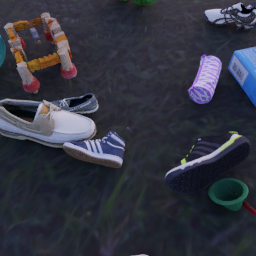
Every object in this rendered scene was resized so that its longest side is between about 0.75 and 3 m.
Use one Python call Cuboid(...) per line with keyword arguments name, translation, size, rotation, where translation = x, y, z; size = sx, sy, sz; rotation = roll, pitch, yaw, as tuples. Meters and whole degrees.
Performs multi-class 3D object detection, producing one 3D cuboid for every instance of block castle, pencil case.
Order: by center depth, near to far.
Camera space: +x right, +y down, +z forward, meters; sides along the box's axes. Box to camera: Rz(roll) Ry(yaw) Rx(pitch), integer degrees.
Cuboid(name="pencil case", translation=(2.514, -1.617, 9.069), size=(0.777, 0.763, 1.818), rotation=(41, 51, -20))
Cuboid(name="block castle", translation=(-2.972, -2.563, 9.573), size=(1.843, 1.294, 2.758), rotation=(-22, 55, -11))

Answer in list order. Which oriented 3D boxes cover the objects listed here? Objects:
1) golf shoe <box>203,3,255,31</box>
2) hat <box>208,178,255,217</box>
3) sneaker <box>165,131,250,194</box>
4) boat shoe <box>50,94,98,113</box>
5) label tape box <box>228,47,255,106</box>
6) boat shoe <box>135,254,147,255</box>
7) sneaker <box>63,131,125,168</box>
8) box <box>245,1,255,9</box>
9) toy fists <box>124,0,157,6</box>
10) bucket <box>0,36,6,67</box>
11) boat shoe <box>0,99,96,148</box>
Cuboid(name="golf shoe", translation=(4.095, -4.614, 11.192), size=(2.090, 0.988, 0.813), rotation=(14, 57, 11))
Cuboid(name="hat", translation=(2.660, 1.959, 7.059), size=(0.918, 0.975, 1.108), rotation=(-29, 25, -12))
Cuboid(name="sneaker", translation=(2.030, 0.837, 7.554), size=(2.632, 0.944, 1.090), rotation=(-22, 33, -16))
Cuboid(name="boat shoe", translation=(-1.860, -0.748, 8.685), size=(1.823, 0.563, 0.664), rotation=(-6, 55, -5))
Cuboid(name="label tape box", translation=(5.086, -1.901, 9.325), size=(2.715, 0.897, 1.945), rotation=(-13, 56, -12))
Cuboid(name="boat shoe", translation=(-0.371, 3.187, 5.891), size=(1.924, 0.573, 0.691), rotation=(-18, 70, -10))
Cuboid(name="sneaker", translation=(-0.887, 0.470, 7.792), size=(1.677, 0.588, 0.910), rotation=(15, 61, 2))
Cuboid(name="box", translation=(5.588, -4.958, 11.853), size=(1.244, 0.275, 0.997), rotation=(-35, 62, -22))
Cuboid(name="toy fists", translation=(0.189, -5.912, 12.031), size=(2.257, 1.150, 0.776), rotation=(21, 85, 15))
Cuboid(name="bucket", translation=(-5.057, -2.637, 9.421), size=(1.111, 1.708, 1.708), rotation=(22, 57, 8))
Cuboid(name="boat shoe", translation=(-2.369, -0.187, 7.969), size=(2.893, 0.990, 1.081), rotation=(4, 47, 0))
